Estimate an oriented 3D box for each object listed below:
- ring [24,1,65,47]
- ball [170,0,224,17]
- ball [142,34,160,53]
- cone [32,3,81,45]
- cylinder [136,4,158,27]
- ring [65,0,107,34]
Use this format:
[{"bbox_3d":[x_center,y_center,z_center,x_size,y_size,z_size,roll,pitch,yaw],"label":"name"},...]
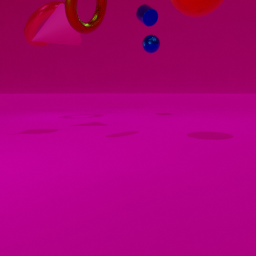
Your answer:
[{"bbox_3d":[-3.000,-3.906,10.614,2.081,0.416,2.081,-40,-5,-4],"label":"ring"},{"bbox_3d":[1.369,-2.813,5.476,1.207,1.207,1.207,0,8,0],"label":"ball"},{"bbox_3d":[0.987,-3.594,11.977,0.776,0.776,0.776,0,8,0],"label":"ball"},{"bbox_3d":[-2.180,-2.718,7.978,1.217,1.213,1.213,-31,19,-19],"label":"cone"},{"bbox_3d":[0.788,-4.635,11.522,0.705,0.705,0.705,-4,38,-26],"label":"cylinder"},{"bbox_3d":[-0.854,-2.581,5.855,0.238,1.191,1.191,25,19,26],"label":"ring"}]
